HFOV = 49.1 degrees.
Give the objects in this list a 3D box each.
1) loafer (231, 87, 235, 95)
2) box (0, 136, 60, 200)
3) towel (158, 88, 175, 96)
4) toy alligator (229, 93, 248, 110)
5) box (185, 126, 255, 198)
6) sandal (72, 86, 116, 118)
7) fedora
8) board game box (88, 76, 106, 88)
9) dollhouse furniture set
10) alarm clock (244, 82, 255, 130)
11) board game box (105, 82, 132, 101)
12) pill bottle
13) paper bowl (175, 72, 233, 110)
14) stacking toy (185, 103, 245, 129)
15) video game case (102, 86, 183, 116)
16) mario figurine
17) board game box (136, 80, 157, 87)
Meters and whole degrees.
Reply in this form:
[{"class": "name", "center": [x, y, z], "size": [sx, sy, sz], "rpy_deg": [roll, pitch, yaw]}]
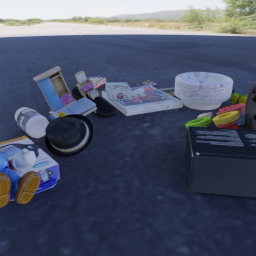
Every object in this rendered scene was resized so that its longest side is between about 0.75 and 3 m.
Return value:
[{"class": "loafer", "center": [4.289, -1.611, 13.055], "size": [1.416, 0.515, 0.512], "rpy_deg": [-8, 30, 7]}, {"class": "box", "center": [-2.783, 0.941, 7.017], "size": [1.432, 0.499, 2.406], "rpy_deg": [-18, 27, -36]}, {"class": "towel", "center": [2.129, -1.754, 13.790], "size": [1.033, 0.178, 0.995], "rpy_deg": [-9, 27, -24]}, {"class": "toy alligator", "center": [4.578, -1.025, 11.432], "size": [0.773, 0.708, 2.608], "rpy_deg": [1, 12, -13]}, {"class": "box", "center": [2.719, 0.772, 6.743], "size": [2.535, 1.000, 1.789], "rpy_deg": [4, 20, 8]}, {"class": "sandal", "center": [-1.509, -1.007, 11.638], "size": [1.008, 0.605, 2.685], "rpy_deg": [-22, 46, -31]}, {"class": "fedora", "center": [-1.744, 0.112, 7.837], "size": [1.490, 1.490, 0.680], "rpy_deg": [7, -20, 17]}, {"class": "board game box", "center": [-1.904, -2.506, 15.301], "size": [0.995, 0.304, 1.313], "rpy_deg": [8, 24, 19]}, {"class": "dollhouse furniture set", "center": [-1.991, -1.273, 10.060], "size": [2.194, 1.516, 2.324], "rpy_deg": [-32, 34, -17]}, {"class": "alarm clock", "center": [4.072, -0.399, 8.397], "size": [0.969, 1.963, 2.911], "rpy_deg": [2, -10, 6]}, {"class": "board game box", "center": [-0.431, -1.619, 12.226], "size": [1.004, 0.438, 1.361], "rpy_deg": [-3, 23, -8]}, {"class": "pill bottle", "center": [-3.255, -0.222, 9.382], "size": [0.762, 0.762, 1.340], "rpy_deg": [-17, 28, -35]}, {"class": "paper bowl", "center": [3.156, -1.545, 11.878], "size": [2.338, 1.216, 2.338], "rpy_deg": [0, 23, 0]}, {"class": "stacking toy", "center": [3.099, -0.069, 9.531], "size": [1.864, 0.870, 2.059], "rpy_deg": [-16, 7, 38]}, {"class": "video game case", "center": [0.537, -1.311, 12.474], "size": [2.631, 0.332, 2.887], "rpy_deg": [-10, 25, -22]}, {"class": "mario figurine", "center": [-2.971, 0.526, 5.784], "size": [2.573, 1.588, 1.364], "rpy_deg": [23, 63, 31]}, {"class": "board game box", "center": [0.989, -2.382, 15.188], "size": [0.969, 0.168, 0.657], "rpy_deg": [-20, 30, -38]}]
